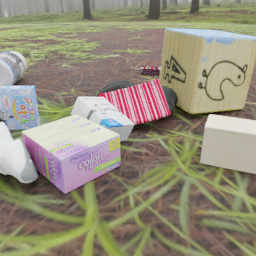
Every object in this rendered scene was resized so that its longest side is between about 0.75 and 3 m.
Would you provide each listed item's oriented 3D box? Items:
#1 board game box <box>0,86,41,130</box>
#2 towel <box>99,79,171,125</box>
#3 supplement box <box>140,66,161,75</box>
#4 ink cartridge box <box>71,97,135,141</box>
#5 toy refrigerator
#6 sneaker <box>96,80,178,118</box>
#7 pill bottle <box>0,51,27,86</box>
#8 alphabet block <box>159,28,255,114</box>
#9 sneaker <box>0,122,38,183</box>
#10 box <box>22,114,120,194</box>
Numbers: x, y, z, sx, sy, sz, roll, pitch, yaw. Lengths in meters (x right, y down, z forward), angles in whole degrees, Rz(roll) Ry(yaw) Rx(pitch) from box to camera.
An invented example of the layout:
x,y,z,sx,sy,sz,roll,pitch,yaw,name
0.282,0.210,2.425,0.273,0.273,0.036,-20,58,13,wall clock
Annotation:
x,y,z,sx,sy,sz,roll,pitch,yaw,name
-3.822,-0.626,8.876,1.858,1.406,0.340,-1,25,-2,board game box
0.167,-0.780,9.201,2.162,0.243,1.564,-14,58,3,towel
1.259,-3.156,15.420,1.139,0.347,0.620,3,26,9,supplement box
-0.755,-0.272,8.228,1.532,0.646,1.118,42,28,29,ink cartridge box
3.352,0.474,6.949,2.842,1.079,0.994,9,27,19,toy refrigerator
0.244,-0.941,10.002,2.988,1.135,1.356,2,34,11,sneaker
-5.808,-2.779,13.294,1.490,1.490,2.620,-1,26,-2,pill bottle
2.894,-2.260,10.662,2.588,2.649,2.602,-6,26,-21,alphabet block
-3.057,0.731,6.746,1.133,0.994,2.827,-29,31,-29,sneaker
-1.414,0.525,7.028,1.655,0.910,1.882,-23,33,-39,box
